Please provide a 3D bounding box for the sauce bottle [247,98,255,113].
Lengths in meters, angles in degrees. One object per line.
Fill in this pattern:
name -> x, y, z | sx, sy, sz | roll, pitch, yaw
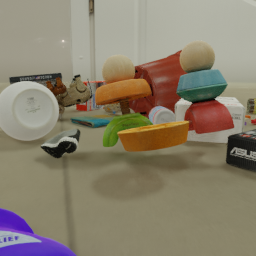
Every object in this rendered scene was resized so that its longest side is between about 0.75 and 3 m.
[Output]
sauce bottle -> 6.096, -0.901, 11.719 | 2.021, 0.654, 0.654 | 4, 12, 15

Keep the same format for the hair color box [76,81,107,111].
hair color box -> -1.443, -1.594, 13.459 | 0.749, 1.300, 2.344 | 8, 14, 31

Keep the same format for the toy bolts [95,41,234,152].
toy bolts -> 0.733, -0.720, 5.304 | 2.653, 1.840, 2.534 | -10, 3, -9

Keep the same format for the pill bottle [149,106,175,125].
pill bottle -> 1.031, -0.323, 8.787 | 0.677, 0.677, 1.244 | -1, 11, -7

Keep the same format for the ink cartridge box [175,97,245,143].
ink cartridge box -> 2.282, -0.320, 7.973 | 1.683, 0.980, 2.324 | 3, 12, 15

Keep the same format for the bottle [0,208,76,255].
bottle -> -0.627, 1.070, 1.162 | 1.246, 0.974, 2.983 | -5, 13, -34

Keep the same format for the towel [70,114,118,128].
towel -> -0.856, -0.282, 9.839 | 1.908, 0.207, 1.399 | -9, 14, -41

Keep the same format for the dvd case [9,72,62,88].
dvd case -> -3.597, -1.685, 11.119 | 1.819, 0.299, 2.420 | -9, -3, -17

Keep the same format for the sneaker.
sneaker -> -1.336, 0.305, 5.648 | 1.117, 0.413, 0.443 | -16, 39, 38

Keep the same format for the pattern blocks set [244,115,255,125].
pattern blocks set -> 3.635, -0.312, 9.992 | 1.804, 0.166, 2.052 | -3, 12, -13

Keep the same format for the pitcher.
pitcher -> -3.029, -0.317, 7.352 | 2.105, 1.487, 2.454 | -23, 11, -29

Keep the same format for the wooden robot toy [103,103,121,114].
wooden robot toy -> -0.715, -1.028, 12.370 | 0.783, 0.760, 1.725 | -7, 7, 24

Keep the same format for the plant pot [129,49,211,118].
plant pot -> 1.445, -1.609, 11.045 | 2.605, 2.679, 2.679 | -17, 19, -32

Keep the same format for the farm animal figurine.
farm animal figurine -> -2.760, -0.924, 10.446 | 2.559, 1.287, 2.067 | -17, 6, 36

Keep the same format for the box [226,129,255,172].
box -> 3.500, 0.423, 5.358 | 2.583, 0.572, 2.069 | -9, 14, -37
